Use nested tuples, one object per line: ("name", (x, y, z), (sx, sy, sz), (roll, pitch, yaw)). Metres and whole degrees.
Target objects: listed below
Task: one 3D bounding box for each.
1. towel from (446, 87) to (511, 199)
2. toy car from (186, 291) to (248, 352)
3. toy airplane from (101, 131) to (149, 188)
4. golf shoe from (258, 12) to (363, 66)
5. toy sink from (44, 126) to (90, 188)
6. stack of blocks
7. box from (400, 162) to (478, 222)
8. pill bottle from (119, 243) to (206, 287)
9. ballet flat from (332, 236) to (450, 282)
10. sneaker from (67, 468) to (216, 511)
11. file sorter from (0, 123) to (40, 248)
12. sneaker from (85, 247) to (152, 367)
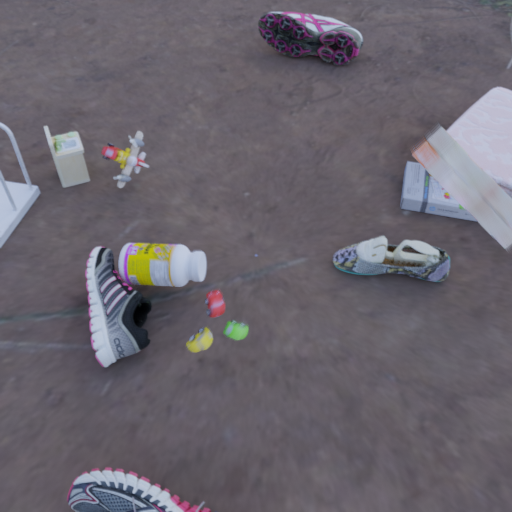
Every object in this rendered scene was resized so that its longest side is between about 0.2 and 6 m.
("towel", (5.442, -1.787, 10.432), (3.569, 0.575, 3.409), (34, 52, 23))
("toy car", (-0.405, 0.922, 7.171), (0.801, 0.851, 0.190), (20, 7, -34))
("toy airplane", (-2.298, -1.738, 10.176), (0.831, 0.835, 0.589), (-32, 37, -22))
("golf shoe", (1.334, -5.428, 13.800), (2.590, 0.940, 1.193), (19, 43, 6))
("toy sink", (-3.479, -1.894, 10.368), (0.560, 0.999, 0.651), (-18, 49, -16))
("stack of blocks", (3.012, -0.944, 7.768), (1.771, 0.519, 1.020), (49, 22, 8))
("box", (3.398, -1.183, 10.190), (1.422, 0.293, 1.109), (12, 48, 9))
("pill bottle", (-1.396, 0.138, 8.456), (1.219, 0.635, 0.635), (2, 47, 11))
("ballet flat", (2.154, -0.025, 8.876), (1.838, 0.661, 0.661), (7, 47, 7))
("sneaker", (-1.055, 2.947, 5.913), (2.217, 0.894, 0.828), (18, 52, 15))
("file sorter", (-5.090, -0.917, 9.078), (1.742, 1.563, 2.510), (9, 48, 8))
("sneaker", (-1.981, 0.663, 8.188), (0.863, 0.728, 1.973), (-10, 51, -11))
